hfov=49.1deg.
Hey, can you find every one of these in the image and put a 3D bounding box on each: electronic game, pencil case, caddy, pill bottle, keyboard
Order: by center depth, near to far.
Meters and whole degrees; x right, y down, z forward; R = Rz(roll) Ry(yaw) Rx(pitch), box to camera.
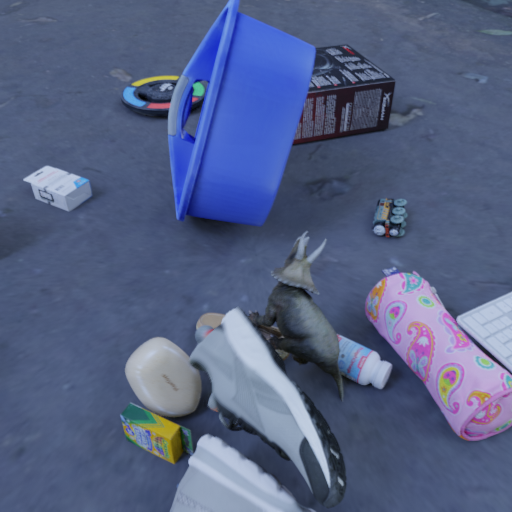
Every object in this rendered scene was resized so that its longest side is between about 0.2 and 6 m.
[{"bbox_3d":[2.419,1.221,7.453,1.070,1.070,2.447,-13,40,-15],"label":"pencil case"},{"bbox_3d":[1.361,1.448,7.621,0.887,0.483,0.483,23,44,26],"label":"pill bottle"},{"bbox_3d":[4.551,0.727,8.094,4.041,0.215,1.137,-15,52,-33],"label":"keyboard"},{"bbox_3d":[-0.490,-2.362,9.727,2.027,3.861,2.730,14,19,-10],"label":"caddy"},{"bbox_3d":[-2.403,-4.225,14.624,2.231,0.464,2.231,0,39,0],"label":"electronic game"}]

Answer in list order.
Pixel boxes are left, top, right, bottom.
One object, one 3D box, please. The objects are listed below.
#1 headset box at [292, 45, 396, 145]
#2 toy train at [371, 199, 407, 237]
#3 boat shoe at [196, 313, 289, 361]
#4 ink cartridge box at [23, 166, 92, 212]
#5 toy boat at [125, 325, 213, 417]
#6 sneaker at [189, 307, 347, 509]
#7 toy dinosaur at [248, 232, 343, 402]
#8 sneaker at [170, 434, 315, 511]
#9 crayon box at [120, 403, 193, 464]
[{"bbox_3d":[1.154,-3.923,13.556,3.466,1.338,2.579,-13,41,-14],"label":"headset box"},{"bbox_3d":[2.475,-0.710,10.376,0.577,0.431,1.012,1,39,22],"label":"toy train"},{"bbox_3d":[-0.203,1.055,8.071,1.494,0.482,0.532,13,41,23],"label":"boat shoe"},{"bbox_3d":[-3.945,-1.351,11.138,1.164,0.395,0.675,21,43,23],"label":"ink cartridge box"},{"bbox_3d":[-0.974,1.410,7.255,1.347,1.132,0.626,-39,20,-22],"label":"toy boat"},{"bbox_3d":[0.104,1.658,5.979,0.954,0.889,2.406,-38,51,-4],"label":"sneaker"},{"bbox_3d":[0.578,0.928,7.122,0.867,2.252,1.152,-19,-2,-28],"label":"toy dinosaur"},{"bbox_3d":[0.372,3.083,5.436,3.018,1.128,1.237,28,74,29],"label":"sneaker"},{"bbox_3d":[-1.187,2.153,6.708,0.863,0.542,0.223,17,42,20],"label":"crayon box"}]
